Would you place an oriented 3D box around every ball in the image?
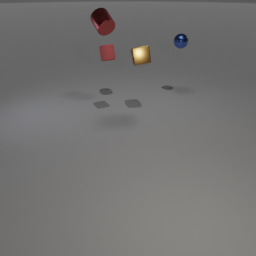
[{"bbox_3d":[2.558,-4.199,13.536,0.700,0.700,0.700,0,28,0],"label":"ball"}]

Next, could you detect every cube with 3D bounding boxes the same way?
[{"bbox_3d":[0.522,-3.001,11.619,0.700,0.700,0.700,-11,16,-2],"label":"cube"}]

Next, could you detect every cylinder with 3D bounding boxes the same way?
[{"bbox_3d":[-0.915,-3.856,10.176,0.700,0.700,0.700,-16,65,-28],"label":"cylinder"},{"bbox_3d":[-0.984,-3.599,13.406,0.700,0.700,0.700,-7,11,1],"label":"cylinder"}]
